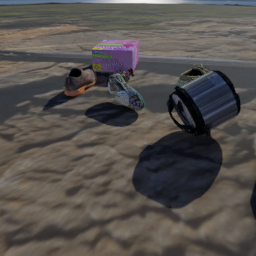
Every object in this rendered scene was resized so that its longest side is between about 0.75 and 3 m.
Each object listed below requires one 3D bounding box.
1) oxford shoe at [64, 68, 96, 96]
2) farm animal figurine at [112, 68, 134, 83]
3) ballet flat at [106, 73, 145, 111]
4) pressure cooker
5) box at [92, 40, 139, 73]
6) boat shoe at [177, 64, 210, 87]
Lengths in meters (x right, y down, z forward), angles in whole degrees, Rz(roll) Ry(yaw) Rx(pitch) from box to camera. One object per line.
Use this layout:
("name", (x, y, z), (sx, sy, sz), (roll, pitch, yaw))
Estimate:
("oxford shoe", (-2.043, -2.294, 12.510), (0.902, 0.922, 2.529), (7, 30, 12))
("farm animal figurine", (-0.245, -2.334, 13.033), (1.088, 0.574, 1.101), (10, 36, 41))
("ballet flat", (-0.236, -1.332, 10.790), (0.830, 0.830, 2.308), (-14, 44, -24))
("pressure cooker", (2.227, -0.704, 8.705), (1.923, 1.717, 1.691), (-28, 12, -3))
("box", (-0.610, -3.924, 15.135), (2.124, 1.167, 2.415), (5, 30, 8))
("boat shoe", (3.080, -2.345, 12.621), (0.919, 0.786, 2.507), (25, 41, 29))
